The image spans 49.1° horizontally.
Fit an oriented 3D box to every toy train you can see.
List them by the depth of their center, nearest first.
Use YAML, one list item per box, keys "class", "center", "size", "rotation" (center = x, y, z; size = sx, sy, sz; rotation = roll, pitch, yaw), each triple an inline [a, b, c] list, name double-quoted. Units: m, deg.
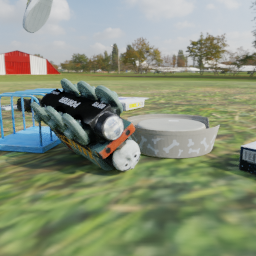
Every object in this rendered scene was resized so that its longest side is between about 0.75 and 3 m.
- class: "toy train"
  center: [-0.795, -0.044, 5.249]
  size: [1.108, 1.481, 2.599]
  rotation: [-44, 35, -20]

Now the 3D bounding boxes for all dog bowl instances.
- class: "dog bowl"
  center: [0.971, 0.131, 6.417]
  size: [2.139, 0.627, 2.139]
  rotation: [1, 12, 0]

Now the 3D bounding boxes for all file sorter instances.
- class: "file sorter"
  center: [-2.282, -0.283, 6.905]
  size: [1.416, 1.252, 2.040]
  rotation: [2, 12, 12]

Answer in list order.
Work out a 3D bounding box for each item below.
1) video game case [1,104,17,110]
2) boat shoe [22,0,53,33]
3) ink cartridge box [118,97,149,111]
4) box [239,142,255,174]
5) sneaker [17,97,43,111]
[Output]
- class: "video game case"
  center: [-5.368, -0.977, 13.036]
  size: [1.009, 0.130, 1.110]
  rotation: [11, 17, 42]
- class: "boat shoe"
  center: [-2.388, -3.430, 7.557]
  size: [0.539, 1.739, 0.626]
  rotation: [42, 18, 30]
- class: "ink cartridge box"
  center: [-0.298, -1.177, 13.287]
  size: [1.948, 0.463, 1.971]
  rotation: [7, 12, 36]
- class: "box"
  center: [3.356, 0.611, 4.466]
  size: [1.680, 0.464, 2.460]
  rotation: [-9, 14, -36]
- class: "sneaker"
  center: [-3.937, -1.009, 12.017]
  size: [1.781, 0.676, 0.808]
  rotation: [11, 7, 31]
